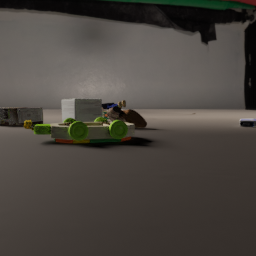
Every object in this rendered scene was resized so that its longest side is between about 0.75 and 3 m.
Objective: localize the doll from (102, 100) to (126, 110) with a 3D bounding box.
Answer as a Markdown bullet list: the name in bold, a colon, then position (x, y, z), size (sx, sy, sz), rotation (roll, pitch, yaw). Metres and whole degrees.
- **doll**: position (-1.069, -1.285, 16.353), size (1.981, 0.480, 1.352), rotation (-3, 12, 35)

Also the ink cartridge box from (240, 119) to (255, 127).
- **ink cartridge box**: position (4.430, -0.181, 9.557), size (1.137, 0.270, 1.151), rotation (0, 3, 23)

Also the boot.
- **boot**: position (-0.068, -0.274, 9.135), size (1.353, 0.475, 0.989), rotation (30, -18, 2)

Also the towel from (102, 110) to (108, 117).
- **towel**: position (-1.963, -0.871, 16.721), size (2.904, 0.468, 2.774), rotation (2, 5, 36)

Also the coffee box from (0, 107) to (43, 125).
- **coffee box**: position (-3.938, -0.440, 10.302), size (1.570, 0.627, 0.887), rotation (-1, 5, -16)

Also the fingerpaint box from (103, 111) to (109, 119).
- **fingerpaint box**: position (-0.549, -0.673, 14.476), size (1.137, 0.417, 0.948), rotation (-5, 6, -40)

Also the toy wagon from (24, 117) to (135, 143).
- **toy wagon**: position (-1.011, 0.027, 5.872), size (2.191, 0.434, 1.700), rotation (-2, 5, -17)

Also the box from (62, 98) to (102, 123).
- **box**: position (-1.641, -0.567, 9.947), size (1.086, 0.935, 1.092), rotation (-4, 4, -37)
